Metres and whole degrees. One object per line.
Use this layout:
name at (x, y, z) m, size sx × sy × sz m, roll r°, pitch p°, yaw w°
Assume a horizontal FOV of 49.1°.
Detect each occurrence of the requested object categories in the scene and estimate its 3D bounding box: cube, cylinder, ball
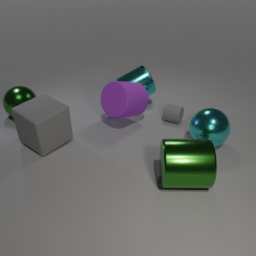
cube at (-2.972, -0.144, 9.852) m, size 1.400 × 1.400 × 1.400 m, roll 26°, pitch 43°, yaw 30°
cylinder at (1.889, -0.609, 11.664) m, size 0.700 × 0.700 × 0.700 m, roll 14°, pitch 32°, yaw 24°
cylinder at (-0.130, -1.141, 11.183) m, size 1.400 × 1.400 × 1.400 m, roll 22°, pitch 19°, yaw 34°
cylinder at (1.663, 1.009, 8.046) m, size 1.400 × 1.400 × 1.400 m, roll 0°, pitch 29°, yaw 1°
ball at (-4.516, -1.066, 11.805) m, size 1.400 × 1.400 × 1.400 m, roll 0°, pitch 29°, yaw 0°
cylinder at (0.351, -1.935, 12.898) m, size 1.400 × 1.400 × 1.400 m, roll -30°, pitch 35°, yaw -5°
ball at (2.886, -0.010, 9.888) m, size 1.400 × 1.400 × 1.400 m, roll 0°, pitch 29°, yaw 0°
